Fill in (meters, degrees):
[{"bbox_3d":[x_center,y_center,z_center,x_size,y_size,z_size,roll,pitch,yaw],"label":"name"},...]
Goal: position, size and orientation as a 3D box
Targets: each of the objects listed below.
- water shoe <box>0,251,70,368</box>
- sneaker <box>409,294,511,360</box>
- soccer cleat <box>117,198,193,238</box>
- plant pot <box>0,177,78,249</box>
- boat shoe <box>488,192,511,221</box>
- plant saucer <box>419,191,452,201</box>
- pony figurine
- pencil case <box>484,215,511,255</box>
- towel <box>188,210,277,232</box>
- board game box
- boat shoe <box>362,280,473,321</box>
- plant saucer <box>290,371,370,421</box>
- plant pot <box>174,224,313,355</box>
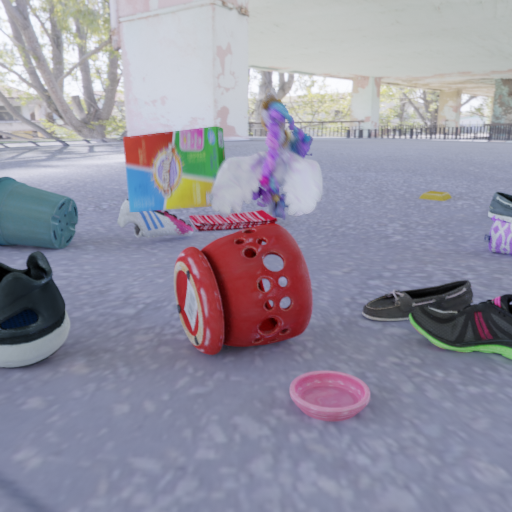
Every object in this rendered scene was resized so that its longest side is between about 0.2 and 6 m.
[{"bbox_3d":[-3.861,0.352,6.598,3.441,1.358,1.230,5,28,6],"label":"water shoe"},{"bbox_3d":[2.781,0.781,6.729,1.815,0.760,0.696,7,17,22],"label":"sneaker"},{"bbox_3d":[-2.181,-0.659,12.019,1.766,0.763,0.617,24,4,-40],"label":"soccer cleat"},{"bbox_3d":[-4.570,-0.791,11.532,1.437,1.467,1.467,11,17,8],"label":"plant pot"},{"bbox_3d":[6.922,-1.153,13.906,0.819,0.695,2.249,-15,21,-43],"label":"boat shoe"},{"bbox_3d":[5.629,-1.893,17.571,0.812,0.197,0.812,11,19,35],"label":"plant saucer"},{"bbox_3d":[0.318,-1.423,9.274,1.755,2.034,2.107,4,-16,13],"label":"pony figurine"},{"bbox_3d":[5.409,-0.333,10.841,1.750,0.748,0.734,10,16,30],"label":"pencil case"},{"bbox_3d":[-0.594,-0.899,13.901,1.992,0.224,1.440,-4,15,-14],"label":"towel"},{"bbox_3d":[-1.385,-1.458,9.631,1.738,1.330,0.351,-3,5,16],"label":"board game box"},{"bbox_3d":[2.288,0.599,7.949,1.638,0.467,0.548,-3,16,-10],"label":"boat shoe"},{"bbox_3d":[0.725,1.399,5.550,0.787,0.199,0.787,0,16,0],"label":"plant saucer"},{"bbox_3d":[-0.235,0.411,6.821,1.339,1.470,1.470,-10,18,-22],"label":"plant pot"}]
